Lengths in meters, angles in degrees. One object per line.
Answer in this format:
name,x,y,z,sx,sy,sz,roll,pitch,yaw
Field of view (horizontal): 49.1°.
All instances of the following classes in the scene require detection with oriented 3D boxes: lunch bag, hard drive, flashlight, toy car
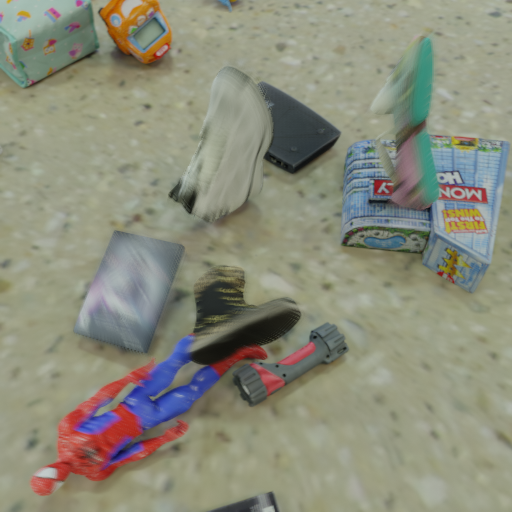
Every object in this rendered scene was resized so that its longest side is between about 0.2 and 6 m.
lunch bag,-4.868,-4.954,11.761,2.405,1.467,2.049,38,63,19
hard drive,0.377,-2.398,10.439,1.423,0.446,2.109,-37,61,-24
flashlight,0.456,1.406,7.534,1.581,0.535,0.537,-29,25,-22
toy car,-1.478,-5.457,11.989,4.035,1.979,1.343,-43,95,-20

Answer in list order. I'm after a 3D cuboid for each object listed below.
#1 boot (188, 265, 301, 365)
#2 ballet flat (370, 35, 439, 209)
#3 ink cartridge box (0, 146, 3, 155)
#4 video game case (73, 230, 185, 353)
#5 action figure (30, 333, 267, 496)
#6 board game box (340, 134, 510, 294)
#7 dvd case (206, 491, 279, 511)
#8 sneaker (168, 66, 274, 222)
boot,-0.209,0.592,6.932,1.526,0.558,1.149,-31,43,24
ballet flat,2.040,-1.790,7.788,0.829,2.330,0.806,4,20,37
ink cartridge box,-5.204,-1.889,10.088,0.929,0.390,0.673,13,54,10
video game case,-1.774,0.466,7.867,1.128,0.150,1.579,12,73,17
action figure,-1.310,1.810,6.917,3.163,0.818,1.035,-34,105,-22
board game box,2.759,-0.778,8.972,2.684,0.828,2.682,6,52,4
dvd case,-0.602,3.652,6.028,2.136,0.171,1.589,-13,54,-10
sneaker,-0.575,-1.390,8.233,0.967,2.564,1.475,35,61,22
